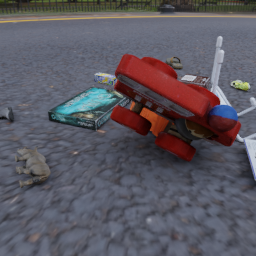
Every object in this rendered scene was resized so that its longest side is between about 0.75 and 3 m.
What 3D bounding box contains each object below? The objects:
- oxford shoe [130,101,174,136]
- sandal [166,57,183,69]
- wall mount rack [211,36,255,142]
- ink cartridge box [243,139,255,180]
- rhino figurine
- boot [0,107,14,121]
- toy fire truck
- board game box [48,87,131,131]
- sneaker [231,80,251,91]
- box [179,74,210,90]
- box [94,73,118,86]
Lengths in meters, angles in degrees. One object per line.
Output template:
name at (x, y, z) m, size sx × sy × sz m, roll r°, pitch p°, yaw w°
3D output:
oxford shoe at (0.879, -0.294, 8.285) m, size 0.922 × 0.902 × 2.529 m, roll 8°, pitch 23°, yaw -34°
sandal at (2.458, -3.495, 14.722) m, size 0.667 × 0.446 × 1.632 m, roll -3°, pitch 27°, yaw -6°
wall mount rack at (2.809, -1.070, 7.888) m, size 1.082 × 2.521 × 2.902 m, roll -31°, pitch 16°, yaw 28°
ink cartridge box at (3.615, 0.878, 6.274) m, size 1.799 × 0.390 × 1.767 m, roll 4°, pitch 27°, yaw 13°
rhino figurine at (-2.199, 0.786, 6.368) m, size 0.667 × 0.456 × 1.525 m, roll -6°, pitch 25°, yaw -26°
boot at (-3.986, -0.385, 8.863) m, size 0.647 × 0.343 × 0.983 m, roll -14°, pitch 19°, yaw -19°
toy fire truck at (1.002, -0.388, 5.795) m, size 2.926 × 1.641 × 2.457 m, roll 29°, pitch -2°, yaw -6°
board game box at (-1.173, -0.751, 9.463) m, size 1.748 × 0.364 × 2.585 m, roll 11°, pitch 29°, yaw 21°
sneaker at (4.585, -1.700, 11.390) m, size 0.378 × 0.373 × 0.988 m, roll -15°, pitch 19°, yaw -12°
box at (2.228, -1.189, 9.566) m, size 0.858 × 1.045 × 0.867 m, roll 13°, pitch 31°, yaw 23°
box at (-0.950, -2.135, 12.189) m, size 1.064 × 0.342 × 0.373 m, roll 18°, pitch 33°, yaw 30°
